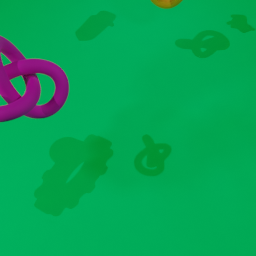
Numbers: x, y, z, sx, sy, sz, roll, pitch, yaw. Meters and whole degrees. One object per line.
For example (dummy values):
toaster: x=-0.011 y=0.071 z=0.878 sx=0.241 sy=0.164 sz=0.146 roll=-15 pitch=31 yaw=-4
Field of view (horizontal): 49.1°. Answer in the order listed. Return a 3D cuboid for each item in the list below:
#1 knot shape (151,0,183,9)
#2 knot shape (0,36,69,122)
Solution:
knot shape: x=1.128 y=-3.279 z=6.118 sx=1.516 sy=1.419 sz=0.701 roll=-17 pitch=90 yaw=9
knot shape: x=-1.291 y=-0.582 z=3.223 sx=1.096 sy=0.507 sz=1.026 roll=-21 pitch=85 yaw=-39
